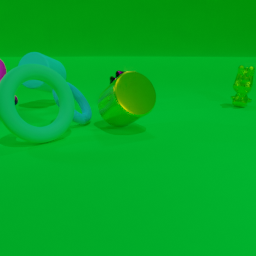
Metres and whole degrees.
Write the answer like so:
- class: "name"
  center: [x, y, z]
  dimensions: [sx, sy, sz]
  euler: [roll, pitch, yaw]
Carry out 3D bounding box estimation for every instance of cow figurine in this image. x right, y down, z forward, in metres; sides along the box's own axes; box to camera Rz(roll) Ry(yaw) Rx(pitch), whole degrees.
- class: "cow figurine"
  center: [3.983, -1.416, 9.697]
  dimensions: [0.730, 1.330, 1.309]
  euler: [13, -3, 24]
- class: "cow figurine"
  center: [-0.394, -1.668, 11.014]
  dimensions: [0.683, 1.244, 1.224]
  euler: [7, 22, -19]

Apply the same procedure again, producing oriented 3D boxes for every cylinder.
- class: "cylinder"
  center: [-2.976, -1.903, 9.787]
  dimensions: [1.221, 1.221, 1.221]
  euler: [4, 2, 15]
- class: "cylinder"
  center: [-0.048, -0.677, 6.918]
  dimensions: [1.110, 1.110, 1.110]
  euler: [-9, -9, -28]

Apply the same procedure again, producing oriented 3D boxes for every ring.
- class: "ring"
  center: [-1.473, -0.681, 7.505]
  dimensions: [0.267, 1.335, 1.335]
  euler: [-35, 5, 19]
- class: "ring"
  center: [-1.937, -0.535, 6.055]
  dimensions: [1.726, 1.726, 0.345]
  euler: [-14, 3, -41]

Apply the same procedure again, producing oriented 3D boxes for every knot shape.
- class: "knot shape"
  center: [-3.987, -1.284, 8.120]
  dimensions: [1.801, 1.686, 0.832]
  euler: [-18, 2, 44]
